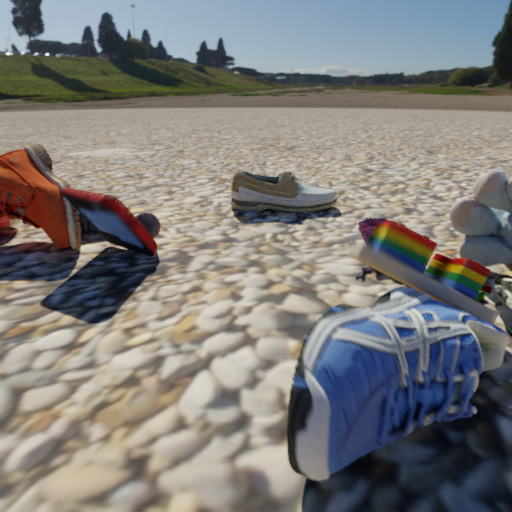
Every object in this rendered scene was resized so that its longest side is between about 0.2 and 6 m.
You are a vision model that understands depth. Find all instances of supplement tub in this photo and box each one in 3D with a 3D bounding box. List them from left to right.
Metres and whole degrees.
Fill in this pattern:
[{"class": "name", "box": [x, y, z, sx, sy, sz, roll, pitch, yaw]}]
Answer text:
[{"class": "supplement tub", "box": [-2.075, -0.532, 10.446, 0.538, 0.538, 1.006, -6, 2, -18]}]

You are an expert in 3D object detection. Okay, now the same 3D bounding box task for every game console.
[{"class": "game console", "box": [-2.537, -0.570, 9.767, 1.378, 1.558, 0.242, 11, 61, 31]}]

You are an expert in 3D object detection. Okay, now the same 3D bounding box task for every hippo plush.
[{"class": "hippo plush", "box": [4.554, -0.666, 9.258, 2.268, 1.806, 1.823, 14, 24, 36]}]

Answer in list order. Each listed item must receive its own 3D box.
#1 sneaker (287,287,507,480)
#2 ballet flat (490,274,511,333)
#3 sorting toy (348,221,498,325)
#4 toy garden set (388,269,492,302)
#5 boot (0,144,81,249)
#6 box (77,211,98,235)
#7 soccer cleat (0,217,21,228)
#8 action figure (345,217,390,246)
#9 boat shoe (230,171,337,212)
[{"class": "sneaker", "box": [1.364, 1.024, 5.137, 1.219, 1.198, 3.164, 12, 22, 34]}, {"class": "ballet flat", "box": [3.465, 0.626, 7.434, 0.551, 0.551, 1.508, 2, 19, 7]}, {"class": "sorting toy", "box": [2.100, 0.125, 7.088, 1.695, 0.590, 1.684, 27, 3, 5]}, {"class": "toy garden set", "box": [2.965, 0.319, 8.702, 1.167, 0.279, 1.399, -10, 21, -28]}, {"class": "boot", "box": [-4.423, -0.988, 10.710, 1.653, 1.157, 3.083, -20, 46, -31]}, {"class": "box", "box": [-3.433, -0.762, 11.655, 0.744, 0.469, 0.757, -7, 20, -26]}, {"class": "soccer cleat", "box": [-6.246, -1.182, 12.180, 2.947, 1.005, 1.078, 19, 31, 39]}, {"class": "action figure", "box": [2.092, -0.129, 9.757, 0.869, 0.966, 1.298, -10, 35, 20]}, {"class": "boat shoe", "box": [0.672, -1.566, 13.369, 2.565, 0.877, 0.959, -1, 19, -2]}]
